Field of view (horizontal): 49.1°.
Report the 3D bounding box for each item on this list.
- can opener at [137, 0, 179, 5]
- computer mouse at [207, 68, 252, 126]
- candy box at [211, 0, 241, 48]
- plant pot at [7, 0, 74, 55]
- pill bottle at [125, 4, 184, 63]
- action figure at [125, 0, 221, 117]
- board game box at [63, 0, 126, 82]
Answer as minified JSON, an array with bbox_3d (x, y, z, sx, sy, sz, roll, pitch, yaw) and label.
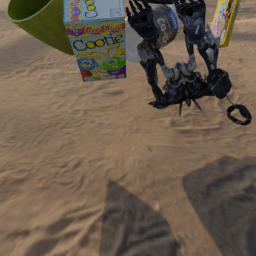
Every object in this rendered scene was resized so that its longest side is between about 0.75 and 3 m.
[{"bbox_3d":[0.332,-3.915,8.073,2.413,0.949,0.765,7,24,-10],"label":"can opener"},{"bbox_3d":[1.498,-0.471,4.114,0.212,0.364,1.243,17,39,-27],"label":"computer mouse"},{"bbox_3d":[2.875,-3.192,8.475,0.216,1.635,0.836,18,-3,-24],"label":"candy box"},{"bbox_3d":[-2.110,-3.221,8.442,1.972,2.107,1.972,-12,60,22],"label":"plant pot"},{"bbox_3d":[0.816,-3.284,9.305,1.410,1.410,2.479,26,51,31],"label":"pill bottle"},{"bbox_3d":[0.995,-1.321,5.405,1.709,2.876,1.468,-9,66,14],"label":"action figure"},{"bbox_3d":[-0.524,-1.715,5.101,0.929,1.805,0.946,-5,71,-1],"label":"board game box"}]
